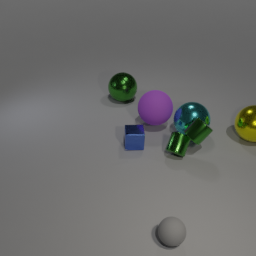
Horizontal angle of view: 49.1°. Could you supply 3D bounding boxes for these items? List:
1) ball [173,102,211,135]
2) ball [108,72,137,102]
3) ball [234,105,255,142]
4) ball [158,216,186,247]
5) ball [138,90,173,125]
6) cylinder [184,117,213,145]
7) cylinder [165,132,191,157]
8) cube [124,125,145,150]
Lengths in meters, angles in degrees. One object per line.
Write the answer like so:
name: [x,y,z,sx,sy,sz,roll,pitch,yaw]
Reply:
ball: [2.467,-0.313,10.828,1.400,1.400,1.400,0,32,0]
ball: [-0.252,-1.951,13.399,1.400,1.400,1.400,0,32,0]
ball: [4.737,-0.164,10.499,1.400,1.400,1.400,0,32,0]
ball: [1.094,2.562,6.948,0.700,0.700,0.700,0,32,0]
ball: [1.084,-0.804,11.128,1.400,1.400,1.400,0,32,0]
cylinder: [2.400,0.098,9.561,0.700,0.700,0.700,38,15,-12]
cylinder: [1.757,0.575,9.827,0.700,0.700,0.700,21,-8,3]
cube: [0.231,0.349,10.404,0.700,0.700,0.700,-1,33,-3]
